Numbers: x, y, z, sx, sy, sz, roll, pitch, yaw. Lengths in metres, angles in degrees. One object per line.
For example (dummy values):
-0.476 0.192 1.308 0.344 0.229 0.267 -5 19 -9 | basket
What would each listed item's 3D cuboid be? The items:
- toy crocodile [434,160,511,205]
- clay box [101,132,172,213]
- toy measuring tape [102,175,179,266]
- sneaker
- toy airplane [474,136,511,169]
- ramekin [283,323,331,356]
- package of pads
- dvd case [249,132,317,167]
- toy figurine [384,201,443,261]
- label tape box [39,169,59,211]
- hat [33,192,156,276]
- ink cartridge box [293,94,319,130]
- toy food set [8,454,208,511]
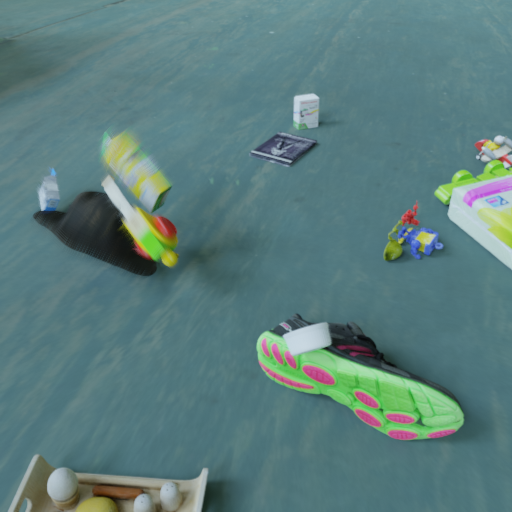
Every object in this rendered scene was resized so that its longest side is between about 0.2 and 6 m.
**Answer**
5.066 -1.519 12.406 2.349 0.725 0.793 -17 40 -15 | toy crocodile
-2.126 -1.517 9.820 0.343 0.827 1.440 -39 88 -27 | clay box
-1.885 -0.572 9.492 0.732 0.732 1.990 -26 65 -31 | toy measuring tape
1.445 1.502 7.759 2.957 1.135 1.239 22 45 25 | sneaker
5.964 -2.585 13.773 1.005 0.712 1.009 5 37 8 | toy airplane
0.676 1.085 7.240 0.596 0.596 0.290 -13 77 -17 | ramekin
5.372 -0.629 10.922 1.999 0.882 2.587 -13 39 -15 | package of pads
0.722 -2.791 14.562 1.173 0.126 1.577 20 40 25 | dvd case
3.124 -0.333 10.677 0.861 0.758 1.438 26 44 24 | toy figurine
-4.354 -1.354 11.725 0.266 0.577 0.806 -3 62 -35 | label tape box
-2.634 -0.582 9.873 2.293 0.925 2.293 28 6 -3 | hat
1.397 -4.020 15.640 0.620 0.856 0.360 -13 37 -17 | ink cartridge box
-1.672 2.948 6.152 2.111 0.638 1.514 3 36 4 | toy food set
